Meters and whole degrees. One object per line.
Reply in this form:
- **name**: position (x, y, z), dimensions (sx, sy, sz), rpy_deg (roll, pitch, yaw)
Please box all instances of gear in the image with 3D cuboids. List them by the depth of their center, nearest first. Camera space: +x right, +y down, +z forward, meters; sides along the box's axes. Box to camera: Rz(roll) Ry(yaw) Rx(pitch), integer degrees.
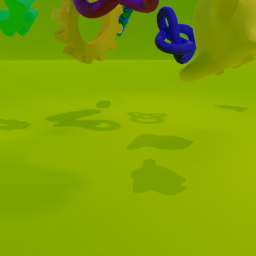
- **gear**: position (-2.849, -2.736, 5.793), dimensions (1.906, 0.352, 1.906), rpy_deg (17, -24, 8)
- **gear**: position (-0.983, -2.752, 7.286), dimensions (0.383, 2.069, 2.069), rpy_deg (25, 27, 36)
- **gear**: position (-0.056, -3.703, 8.833), dimensions (0.292, 1.580, 1.580), rpy_deg (22, 11, -12)

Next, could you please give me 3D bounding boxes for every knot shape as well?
- **knot shape**: position (-0.446, -3.082, 5.720), dimensions (1.958, 2.092, 0.967), rpy_deg (-12, 34, 38)
- **knot shape**: position (1.229, -2.268, 7.179), dimensions (0.733, 1.586, 1.484), rpy_deg (-32, 25, 33)

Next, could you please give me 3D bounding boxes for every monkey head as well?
- **monkey head**: position (0.935, -1.021, 3.013), dimensions (1.050, 0.880, 1.460), rpy_deg (-22, 3, 9)
